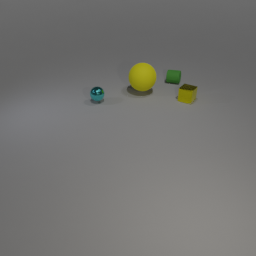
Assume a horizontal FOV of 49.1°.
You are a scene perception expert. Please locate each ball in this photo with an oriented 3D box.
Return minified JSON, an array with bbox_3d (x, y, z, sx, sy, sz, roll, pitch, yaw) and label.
[{"bbox_3d":[0.724,-2.553,14.034,1.400,1.400,1.400,0,32,0],"label":"ball"},{"bbox_3d":[-1.467,-1.631,13.366,0.700,0.700,0.700,0,32,0],"label":"ball"}]

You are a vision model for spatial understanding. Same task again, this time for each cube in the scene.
[{"bbox_3d":[2.900,-1.665,13.642,0.700,0.700,0.700,19,37,28],"label":"cube"}]

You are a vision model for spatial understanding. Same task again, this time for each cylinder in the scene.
[{"bbox_3d":[2.536,-2.855,15.520,0.700,0.700,0.700,9,33,19],"label":"cylinder"}]
